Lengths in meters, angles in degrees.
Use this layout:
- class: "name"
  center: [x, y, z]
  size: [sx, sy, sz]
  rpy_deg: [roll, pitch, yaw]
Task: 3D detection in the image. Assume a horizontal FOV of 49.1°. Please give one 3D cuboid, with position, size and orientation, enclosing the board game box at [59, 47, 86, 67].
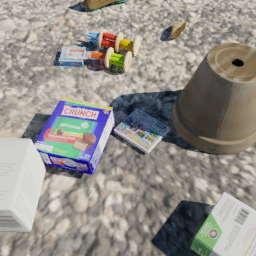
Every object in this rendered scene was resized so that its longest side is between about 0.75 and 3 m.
- class: "board game box"
  center: [-2.134, -2.770, 10.830]
  size: [0.910, 0.254, 0.891]
  rpy_deg: [2, 52, 2]

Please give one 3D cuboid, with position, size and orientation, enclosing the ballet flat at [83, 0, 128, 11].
- class: "ballet flat"
  center: [-0.863, -6.333, 13.105]
  size: [2.735, 0.989, 0.927]
  rpy_deg: [-24, 53, -18]

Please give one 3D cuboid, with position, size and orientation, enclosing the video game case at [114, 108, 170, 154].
- class: "video game case"
  center: [0.434, 0.059, 8.688]
  size: [1.318, 0.156, 1.200]
  rpy_deg: [33, 57, 22]

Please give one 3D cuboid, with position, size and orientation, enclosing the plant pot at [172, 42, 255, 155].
- class: "plant pot"
  center: [2.845, -0.998, 8.124]
  size: [2.777, 2.410, 2.777]
  rpy_deg: [1, 53, -1]

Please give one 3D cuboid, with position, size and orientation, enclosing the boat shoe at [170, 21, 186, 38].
- class: "boat shoe"
  center: [2.036, -4.159, 11.819]
  size: [0.410, 0.453, 1.270]
  rpy_deg: [20, 47, 24]

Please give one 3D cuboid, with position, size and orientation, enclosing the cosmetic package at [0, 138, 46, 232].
- class: "cosmetic package"
  center: [-3.073, 1.385, 6.840]
  size: [1.495, 1.493, 1.812]
  rpy_deg: [1, 52, 2]

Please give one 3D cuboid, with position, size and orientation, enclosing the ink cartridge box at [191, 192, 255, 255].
- class: "ink cartridge box"
  center: [2.630, 2.625, 6.245]
  size: [1.957, 0.822, 1.417]
  rpy_deg: [30, 58, 26]

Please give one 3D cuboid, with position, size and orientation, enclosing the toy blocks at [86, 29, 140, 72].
- class: "toy blocks"
  center: [-0.798, -3.054, 10.726]
  size: [2.118, 0.769, 1.765]
  rpy_deg: [16, 54, 12]

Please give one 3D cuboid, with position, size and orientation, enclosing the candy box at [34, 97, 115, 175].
- class: "candy box"
  center: [-1.461, 0.163, 7.977]
  size: [1.666, 0.759, 1.970]
  rpy_deg: [11, 51, 11]
